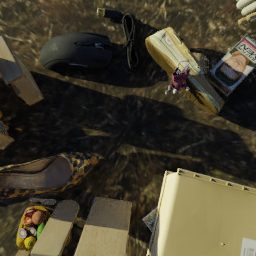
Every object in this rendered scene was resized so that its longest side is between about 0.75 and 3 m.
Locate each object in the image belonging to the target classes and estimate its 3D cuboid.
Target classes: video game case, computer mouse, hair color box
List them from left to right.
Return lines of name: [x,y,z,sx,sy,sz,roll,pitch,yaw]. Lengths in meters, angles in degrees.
computer mouse: [-1.083,-2.668,8.111,2.976,0.685,2.090,1,76,0]
video game case: [0.886,2.368,7.119,0.778,0.092,0.708,-37,78,-8]
hair color box: [3.109,-1.792,7.974,0.826,0.506,1.669,44,80,10]

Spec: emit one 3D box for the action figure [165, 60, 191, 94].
action figure: [1.244,-1.198,7.093,0.582,0.869,0.647,2,57,-3]

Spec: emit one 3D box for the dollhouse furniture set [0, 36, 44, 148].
dollhouse furniture set: [-3.779,-0.831,7.095,2.660,1.731,2.444,-29,77,-7]

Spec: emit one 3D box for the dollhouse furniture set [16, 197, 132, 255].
dollhouse furniture set: [-1.333,3.247,6.705,2.436,2.087,2.561,8,110,2]

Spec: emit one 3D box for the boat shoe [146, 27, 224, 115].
boat shoe: [1.690,-1.655,7.649,0.959,1.070,2.890,-38,79,-4]

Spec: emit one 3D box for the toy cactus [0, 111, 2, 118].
toy cactus: [-3.609,-1.309,6.735,1.497,2.415,2.927,3,80,-40]

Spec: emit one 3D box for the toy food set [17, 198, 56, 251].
toy food set: [-2.335,2.379,6.936,0.776,0.431,1.319,11,76,3]

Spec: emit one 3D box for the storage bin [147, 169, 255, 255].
storage bin: [1.961,2.568,6.443,2.654,1.253,2.673,15,75,1]

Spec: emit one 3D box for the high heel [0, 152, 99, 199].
high heel: [-1.979,1.057,6.534,2.617,1.866,0.934,-19,76,-5]

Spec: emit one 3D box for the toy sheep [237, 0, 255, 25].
toy sheep: [3.765,-3.849,8.056,1.453,1.453,2.107,-22,101,-6]
